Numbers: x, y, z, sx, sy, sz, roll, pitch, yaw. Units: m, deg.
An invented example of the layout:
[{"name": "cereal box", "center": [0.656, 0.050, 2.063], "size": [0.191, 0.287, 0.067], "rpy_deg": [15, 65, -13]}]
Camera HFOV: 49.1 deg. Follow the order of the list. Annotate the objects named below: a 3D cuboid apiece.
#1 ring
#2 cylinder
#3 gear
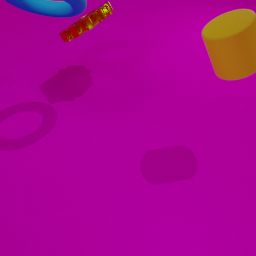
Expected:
[{"name": "ring", "center": [-1.937, -3.009, 6.440], "size": [1.962, 1.962, 0.392], "rpy_deg": [6, 94, 5]}, {"name": "cylinder", "center": [2.157, -1.685, 5.718], "size": [1.024, 1.024, 1.024], "rpy_deg": [-22, 37, 17]}, {"name": "gear", "center": [-1.254, -3.170, 8.412], "size": [1.731, 0.320, 1.731], "rpy_deg": [-27, 26, 14]}]
